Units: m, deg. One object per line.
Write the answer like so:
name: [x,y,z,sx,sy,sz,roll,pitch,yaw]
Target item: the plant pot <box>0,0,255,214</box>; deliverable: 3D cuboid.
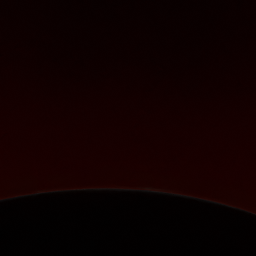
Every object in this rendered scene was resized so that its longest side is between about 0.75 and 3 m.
plant pot: [-0.148,-0.564,0.972,2.794,2.472,2.794,1,5,0]
